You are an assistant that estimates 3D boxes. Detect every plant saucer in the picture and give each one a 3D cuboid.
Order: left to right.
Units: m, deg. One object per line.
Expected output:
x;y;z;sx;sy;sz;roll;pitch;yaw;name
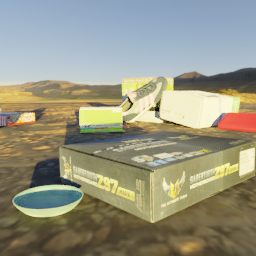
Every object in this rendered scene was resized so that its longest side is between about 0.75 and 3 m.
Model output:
-0.912;0.851;3.250;0.784;0.141;0.784;0;7;0;plant saucer

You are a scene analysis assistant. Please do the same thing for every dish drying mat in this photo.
4.724;-0.151;9.943;2.835;0.258;1.089;8;36;44;dish drying mat

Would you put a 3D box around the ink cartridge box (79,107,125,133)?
-0.979;-0.337;10.353;1.610;0.825;2.178;-1;6;-9;ink cartridge box

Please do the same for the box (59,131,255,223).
0.479;0.497;4.188;2.383;0.608;1.879;-6;8;-41;box

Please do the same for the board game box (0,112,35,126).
-5.446;-0.433;12.658;1.518;0.464;2.003;2;7;16;board game box

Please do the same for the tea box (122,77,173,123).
0.962;-1.410;13.830;2.162;2.127;1.444;4;8;35;tea box

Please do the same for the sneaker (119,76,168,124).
0.589;-1.346;12.125;1.080;2.632;0.923;36;10;-45;sneaker

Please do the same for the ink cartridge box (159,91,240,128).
3.132;-0.875;12.209;2.924;1.279;2.124;-8;18;-40;ink cartridge box
